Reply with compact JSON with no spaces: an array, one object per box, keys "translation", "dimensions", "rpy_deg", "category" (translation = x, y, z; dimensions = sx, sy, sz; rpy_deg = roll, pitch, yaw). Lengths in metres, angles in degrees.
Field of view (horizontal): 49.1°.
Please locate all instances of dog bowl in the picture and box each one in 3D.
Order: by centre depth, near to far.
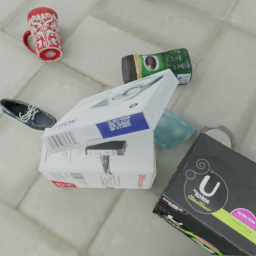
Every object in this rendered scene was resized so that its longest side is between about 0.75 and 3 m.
[{"translation":[2.747,0.515,8.848],"dimensions":[1.284,0.377,1.284],"rpy_deg":[0,67,0],"category":"dog bowl"}]

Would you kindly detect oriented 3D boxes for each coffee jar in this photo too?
[{"translation":[0.941,-1.987,9.591],"dimensions":[2.313,0.987,1.206],"rpy_deg":[-7,68,-4],"category":"coffee jar"}]

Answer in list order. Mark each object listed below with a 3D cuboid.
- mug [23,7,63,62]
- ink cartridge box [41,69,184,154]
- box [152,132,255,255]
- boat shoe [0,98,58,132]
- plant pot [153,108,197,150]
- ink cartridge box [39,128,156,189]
[{"translation":[-3.054,-3.257,10.283],"dimensions":[1.120,1.490,1.679],"rpy_deg":[0,66,-40],"category":"mug"},{"translation":[-0.227,-0.486,5.692],"dimensions":[2.352,0.478,2.357],"rpy_deg":[-14,24,31],"category":"ink cartridge box"},{"translation":[1.997,1.783,6.932],"dimensions":[2.121,2.856,1.775],"rpy_deg":[32,70,13],"category":"box"},{"translation":[-3.245,-0.476,9.142],"dimensions":[1.990,0.615,0.745],"rpy_deg":[25,69,10],"category":"boat shoe"},{"translation":[1.162,0.000,8.570],"dimensions":[1.579,1.579,1.058],"rpy_deg":[33,97,13],"category":"plant pot"},{"translation":[-0.713,0.913,7.758],"dimensions":[2.829,2.042,1.185],"rpy_deg":[2,67,1],"category":"ink cartridge box"}]
